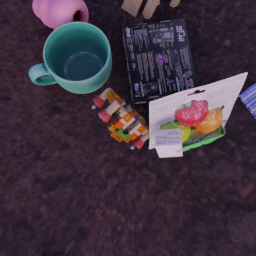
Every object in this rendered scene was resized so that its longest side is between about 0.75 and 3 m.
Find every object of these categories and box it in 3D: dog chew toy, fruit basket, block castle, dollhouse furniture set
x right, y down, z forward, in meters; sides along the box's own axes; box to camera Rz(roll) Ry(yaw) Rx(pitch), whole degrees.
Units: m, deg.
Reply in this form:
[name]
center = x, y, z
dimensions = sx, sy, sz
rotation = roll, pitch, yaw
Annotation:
[dog chew toy]
center = -2.531, -4.202, 10.075
dimensions = 2.317, 1.443, 1.443
rotation = 29, 79, 28
[fruit basket]
center = 1.899, -0.419, 8.504
dimensions = 2.775, 2.997, 1.405
rotation = -18, 56, -4
[block castle]
center = -0.207, -0.239, 8.876
dimensions = 0.914, 1.302, 1.949
rotation = -43, 125, 11
[dollhouse furniture set]
center = 1.106, -5.039, 10.825
dimensions = 1.703, 1.459, 1.791
rotation = 38, 46, 7

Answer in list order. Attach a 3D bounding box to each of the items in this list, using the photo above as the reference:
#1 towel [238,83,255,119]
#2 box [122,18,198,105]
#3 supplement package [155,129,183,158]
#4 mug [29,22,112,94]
[towel]
center = 5.292, -0.695, 9.939
dimensions = 1.706, 0.281, 2.356
rotation = -34, 80, -7
[box]
center = 1.104, -2.397, 10.106
dimensions = 2.303, 0.626, 2.875
rotation = -8, 78, -2
[supplement package]
center = 1.185, 0.450, 8.056
dimensions = 0.708, 0.909, 0.504
rotation = -5, 64, 13
[mug]
center = -1.830, -2.284, 9.593
dimensions = 2.585, 1.599, 2.124
rotation = 8, 79, 2
